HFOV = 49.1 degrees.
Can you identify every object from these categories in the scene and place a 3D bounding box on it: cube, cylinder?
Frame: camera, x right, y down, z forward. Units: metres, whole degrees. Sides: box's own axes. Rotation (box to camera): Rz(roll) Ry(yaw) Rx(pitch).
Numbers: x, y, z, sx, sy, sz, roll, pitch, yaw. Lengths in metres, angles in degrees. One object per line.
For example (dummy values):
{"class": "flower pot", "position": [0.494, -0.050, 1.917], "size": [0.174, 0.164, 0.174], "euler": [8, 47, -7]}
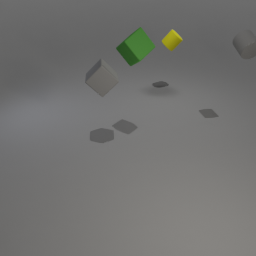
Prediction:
{"class": "cube", "position": [-0.773, -1.487, 8.293], "size": [0.700, 0.700, 0.700], "euler": [-41, 27, 18]}
{"class": "cube", "position": [0.215, -2.332, 8.103], "size": [0.700, 0.700, 0.700], "euler": [-46, 16, -17]}
{"class": "cylinder", "position": [2.053, -4.077, 13.047], "size": [0.700, 0.700, 0.700], "euler": [36, 27, -22]}
{"class": "cylinder", "position": [3.967, -2.783, 9.347], "size": [0.700, 0.700, 0.700], "euler": [-6, 54, -10]}
